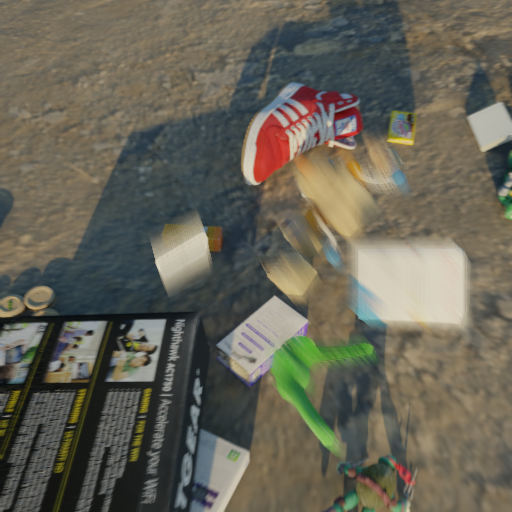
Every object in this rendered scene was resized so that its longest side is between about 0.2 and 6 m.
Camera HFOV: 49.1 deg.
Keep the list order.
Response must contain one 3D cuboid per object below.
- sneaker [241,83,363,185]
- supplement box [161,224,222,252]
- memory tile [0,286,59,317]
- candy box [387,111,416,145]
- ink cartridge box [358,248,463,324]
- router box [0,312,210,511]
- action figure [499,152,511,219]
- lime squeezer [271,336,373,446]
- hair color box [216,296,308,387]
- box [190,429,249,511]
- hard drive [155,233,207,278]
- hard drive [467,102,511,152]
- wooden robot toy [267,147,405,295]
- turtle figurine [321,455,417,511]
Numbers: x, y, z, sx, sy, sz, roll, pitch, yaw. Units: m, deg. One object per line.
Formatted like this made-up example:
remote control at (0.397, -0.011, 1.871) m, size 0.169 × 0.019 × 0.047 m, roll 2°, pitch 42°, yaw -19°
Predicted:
sneaker at (1.048, -2.470, 11.425) m, size 1.882 × 1.192 × 3.347 m, roll 15°, pitch 47°, yaw 17°
supplement box at (-1.143, -0.331, 10.051) m, size 1.047 × 0.348 × 0.360 m, roll 3°, pitch 48°, yaw 2°
memory tile at (-3.772, 1.327, 8.675) m, size 1.460 × 0.160 × 1.905 m, roll -13°, pitch 49°, yaw -12°
candy box at (3.251, -2.865, 12.487) m, size 0.550 × 0.142 × 1.075 m, roll 9°, pitch 48°, yaw 11°
ink cartridge box at (2.076, 0.363, 7.431) m, size 1.268 × 0.926 × 0.930 m, roll 0°, pitch 91°, yaw 23°
router box at (-2.218, 2.462, 6.617) m, size 2.918 × 0.999 × 3.912 m, roll -2°, pitch 45°, yaw 6°
action figure at (5.418, -1.498, 10.951) m, size 1.455 × 0.674 × 2.463 m, roll 30°, pitch 58°, yaw 20°
lime squeezer at (0.607, 1.342, 6.209) m, size 0.982 × 0.524 × 2.780 m, roll 30°, pitch 15°, yaw 12°
hair color box at (0.102, 1.280, 8.545) m, size 0.716 × 0.424 × 1.310 m, roll 36°, pitch 55°, yaw 27°
box at (-1.234, 3.080, 6.938) m, size 1.535 × 0.387 × 2.127 m, roll 20°, pitch 49°, yaw 19°
hard drive at (-1.097, 0.015, 8.349) m, size 0.789 × 1.196 × 0.157 m, roll -32°, pitch 86°, yaw -10°
hard drive at (5.138, -2.823, 12.207) m, size 0.760 × 0.151 × 1.153 m, roll -23°, pitch 42°, yaw 23°
wooden robot toy at (0.954, -0.878, 8.471) m, size 2.858 × 1.297 × 1.259 m, roll -50°, pitch 23°, yaw -3°
turtle figurine at (1.394, 2.907, 6.946) m, size 1.011 × 0.680 × 1.351 m, roll 34°, pitch 62°, yaw 27°
